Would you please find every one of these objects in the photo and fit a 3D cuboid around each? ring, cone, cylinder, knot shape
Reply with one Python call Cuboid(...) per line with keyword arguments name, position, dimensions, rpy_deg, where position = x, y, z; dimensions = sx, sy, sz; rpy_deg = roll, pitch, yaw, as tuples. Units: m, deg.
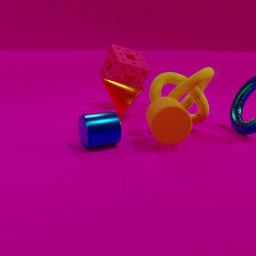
Cuboid(name="ring", position=(3.157, -0.606, 7.003), dimensions=(0.329, 1.643, 1.643), rpy_deg=(22, 12, -14))
Cuboid(name="cone", position=(-0.339, -1.129, 8.503), dimensions=(1.201, 1.197, 1.197), rpy_deg=(39, 21, 0))
Cuboid(name="cylinder", position=(-0.635, 0.040, 6.187), dimensions=(0.765, 0.765, 0.765), rpy_deg=(-8, 19, -25))
Cuboid(name="knot shape", position=(1.480, -0.869, 6.913), dimensions=(1.692, 1.583, 0.782), rpy_deg=(31, 24, -34))
Cuboid(name="cylinder", position=(0.878, -0.179, 6.156), dimensions=(0.863, 0.863, 0.863), rpy_deg=(-1, 19, -3))

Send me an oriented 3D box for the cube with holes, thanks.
Cuboid(name="cube with holes", position=(-0.146, -2.012, 9.916), dimensions=(1.190, 1.190, 1.190), rpy_deg=(9, 40, -28))
